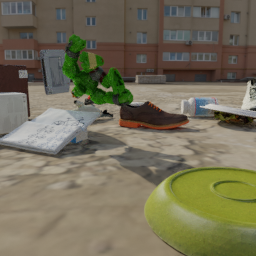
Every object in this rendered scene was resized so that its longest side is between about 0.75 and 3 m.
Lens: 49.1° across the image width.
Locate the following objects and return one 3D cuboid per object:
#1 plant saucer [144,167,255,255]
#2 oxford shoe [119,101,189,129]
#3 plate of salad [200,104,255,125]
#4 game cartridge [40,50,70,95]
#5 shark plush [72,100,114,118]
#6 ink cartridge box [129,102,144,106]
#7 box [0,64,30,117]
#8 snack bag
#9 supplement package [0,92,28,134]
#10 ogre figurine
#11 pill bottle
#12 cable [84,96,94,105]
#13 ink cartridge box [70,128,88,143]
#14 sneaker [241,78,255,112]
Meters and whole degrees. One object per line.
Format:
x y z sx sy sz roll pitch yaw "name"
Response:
1.342 0.910 3.474 2.281 0.354 2.281 -1 11 0 "plant saucer"
0.832 -0.448 9.238 2.354 0.854 0.838 2 11 11 "oxford shoe"
3.771 -0.459 10.138 2.372 0.570 2.372 10 8 -2 "plate of salad"
-2.429 -1.898 9.498 0.975 1.463 0.296 -15 16 -43 "game cartridge"
-1.495 -0.615 10.921 1.872 0.851 0.780 -11 -16 -29 "shark plush"
0.354 -1.082 13.916 0.831 0.364 0.604 -2 10 -16 "ink cartridge box"
-5.401 -1.313 10.488 2.525 2.074 2.095 3 11 16 "box"
-1.935 -0.040 7.190 1.940 0.220 2.057 6 31 29 "snack bag"
-3.986 -0.459 8.457 1.528 1.159 1.151 -9 14 -39 "supplement package"
-0.882 -1.250 7.115 2.053 1.007 1.231 26 -29 -29 "ogre figurine"
2.988 -0.883 11.735 1.435 0.780 0.780 0 11 1 "pill bottle"
-2.364 -1.747 16.987 1.001 0.518 2.060 1 11 13 "cable"
-1.569 0.150 7.483 0.798 0.338 0.577 3 12 22 "ink cartridge box"
5.548 -1.428 12.517 1.019 1.553 2.700 3 11 17 "sneaker"
